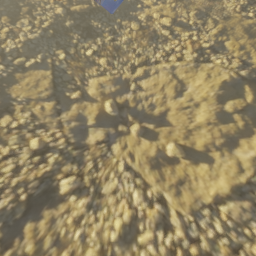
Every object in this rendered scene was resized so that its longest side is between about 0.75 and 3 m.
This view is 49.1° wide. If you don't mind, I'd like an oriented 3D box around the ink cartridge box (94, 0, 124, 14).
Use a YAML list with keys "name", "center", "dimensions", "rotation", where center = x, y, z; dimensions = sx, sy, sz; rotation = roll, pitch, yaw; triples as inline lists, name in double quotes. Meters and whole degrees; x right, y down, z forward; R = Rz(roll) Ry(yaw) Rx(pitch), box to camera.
- name: "ink cartridge box"
  center: [-0.792, -3.957, 7.122]
  dimensions: [1.819, 0.617, 1.055]
  rotation: [38, 90, -7]
